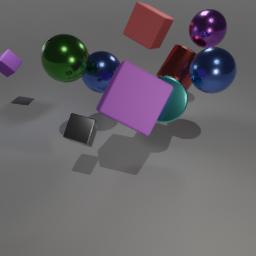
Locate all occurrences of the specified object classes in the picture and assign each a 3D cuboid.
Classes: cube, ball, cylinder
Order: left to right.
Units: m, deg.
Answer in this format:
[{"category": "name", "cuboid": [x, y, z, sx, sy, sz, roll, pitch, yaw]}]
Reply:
[{"category": "cube", "cuboid": [-4.967, -2.660, 11.587, 0.700, 0.700, 0.700, -15, 46, 40]}, {"category": "ball", "cuboid": [-1.843, -2.046, 8.272, 1.400, 1.400, 1.400, 0, 32, 0]}, {"category": "cube", "cuboid": [-1.277, 0.068, 7.725, 0.700, 0.700, 0.700, 17, -9, 5]}, {"category": "ball", "cuboid": [-0.884, -1.881, 9.467, 1.400, 1.400, 1.400, 0, 32, 0]}, {"category": "cube", "cuboid": [0.105, -0.774, 7.441, 1.400, 1.400, 1.400, 27, 1, -11]}, {"category": "cube", "cuboid": [0.887, -4.340, 11.968, 1.400, 1.400, 1.400, 33, 27, 11]}, {"category": "cylinder", "cuboid": [1.201, -0.938, 8.983, 1.400, 1.400, 1.400, 7, 10, 10]}, {"category": "cylinder", "cuboid": [2.053, -2.301, 11.018, 1.400, 1.400, 1.400, 32, 7, -4]}, {"category": "ball", "cuboid": [3.017, -3.747, 10.611, 1.400, 1.400, 1.400, 0, 32, 0]}, {"category": "ball", "cuboid": [2.598, -1.765, 8.622, 1.400, 1.400, 1.400, 0, 32, 0]}]
